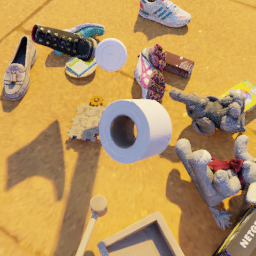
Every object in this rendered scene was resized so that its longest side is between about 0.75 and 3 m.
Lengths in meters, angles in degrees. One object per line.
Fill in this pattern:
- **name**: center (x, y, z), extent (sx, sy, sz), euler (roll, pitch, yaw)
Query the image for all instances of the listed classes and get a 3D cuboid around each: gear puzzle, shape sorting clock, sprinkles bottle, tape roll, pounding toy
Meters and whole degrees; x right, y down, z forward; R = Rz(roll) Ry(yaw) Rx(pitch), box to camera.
- **gear puzzle**: center (-1.431, -0.388, 10.325), extent (1.105, 0.279, 2.134), euler (9, 56, 8)
- **shape sorting clock**: center (-1.922, -2.595, 11.628), extent (1.380, 0.271, 1.380), euler (-3, 59, 4)
- **sprinkles bottle**: center (-0.491, -2.260, 8.450), extent (0.855, 0.855, 2.507), euler (-3, 18, -2)
- **tape roll**: center (0.157, 0.043, 6.028), extent (1.333, 1.333, 0.915), euler (46, 28, 24)
- **pounding toy**: center (-0.175, 3.249, 7.441), extent (2.578, 1.343, 2.935), euler (-24, 62, -13)

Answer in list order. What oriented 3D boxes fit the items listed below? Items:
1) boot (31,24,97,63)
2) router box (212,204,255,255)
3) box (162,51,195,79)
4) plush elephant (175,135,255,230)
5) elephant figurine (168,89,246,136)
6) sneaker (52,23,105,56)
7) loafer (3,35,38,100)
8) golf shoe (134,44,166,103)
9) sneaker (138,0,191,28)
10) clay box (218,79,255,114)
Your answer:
- **boot**: center (-2.064, -2.712, 8.931), extent (1.637, 0.783, 2.168), euler (6, 19, -35)
- **router box**: center (3.168, 2.854, 7.586), extent (0.504, 1.517, 1.930), euler (40, 67, 21)
- **box**: center (1.983, -2.610, 11.523), extent (1.323, 0.496, 0.662), euler (24, 62, 16)
- **plush elephant**: center (3.045, 1.276, 8.153), extent (2.208, 2.349, 2.852), euler (-28, 91, 1)
- **elephant figurine**: center (2.790, -0.574, 9.784), extent (2.305, 1.789, 1.631), euler (5, 18, 32)
- **sneaker**: center (-2.116, -3.807, 12.167), extent (2.463, 0.954, 0.981), euler (-22, 82, -9)
- **loafer**: center (-4.387, -2.471, 11.185), extent (1.026, 0.897, 2.854), euler (4, 59, 2)
- **golf shoe**: center (0.811, -1.948, 10.996), extent (1.218, 0.960, 2.644), euler (-13, 61, 39)
- **sneaker**: center (1.690, -5.520, 12.863), extent (2.572, 1.202, 0.906), euler (22, 61, 13)
- **clay box**: center (4.329, -1.116, 10.629), extent (1.847, 0.439, 1.061), euler (-32, 65, -17)
